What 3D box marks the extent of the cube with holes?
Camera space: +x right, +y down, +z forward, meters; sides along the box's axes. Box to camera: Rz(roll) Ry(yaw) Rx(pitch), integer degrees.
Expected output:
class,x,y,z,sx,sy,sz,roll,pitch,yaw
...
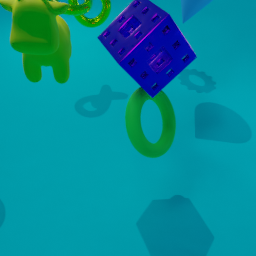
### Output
class,x,y,z,sx,sy,sz,roll,pitch,yaw
cube with holes,0.298,-1.313,4.547,0.970,0.970,0.970,-42,46,10

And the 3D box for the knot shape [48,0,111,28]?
class,x,y,z,sx,sy,sz,roll,pitch,yaw
knot shape,-1.345,-3.758,7.810,1.734,1.622,0.801,-2,-4,-34

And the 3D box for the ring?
class,x,y,z,sx,sy,sz,roll,pitch,yaw
ring,0.451,-0.121,5.173,0.270,1.349,1.349,-6,33,43

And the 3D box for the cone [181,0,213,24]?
class,x,y,z,sx,sy,sz,roll,pitch,yaw
cone,1.642,-3.235,6.679,1.663,1.663,1.670,23,86,21

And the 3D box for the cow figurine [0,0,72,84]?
class,x,y,z,sx,sy,sz,roll,pitch,yaw
cow figurine,-0.701,-0.800,2.356,0.489,0.877,0.891,2,44,-5
